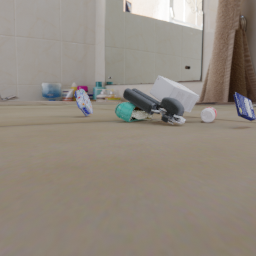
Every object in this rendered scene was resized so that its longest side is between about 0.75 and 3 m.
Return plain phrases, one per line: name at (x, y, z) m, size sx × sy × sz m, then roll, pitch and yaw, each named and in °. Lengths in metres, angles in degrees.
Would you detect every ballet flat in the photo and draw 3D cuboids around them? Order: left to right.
ballet flat at (0.450, -0.515, 9.687) m, size 0.756 × 0.723 × 2.148 m, roll 33°, pitch 23°, yaw 30°

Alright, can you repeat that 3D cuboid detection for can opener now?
can opener at (0.826, -0.767, 8.641) m, size 0.629 × 0.794 × 2.388 m, roll -5°, pitch 27°, yaw -44°

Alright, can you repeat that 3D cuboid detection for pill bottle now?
pill bottle at (2.632, -0.431, 9.154) m, size 0.470 × 0.470 × 0.837 m, roll 3°, pitch 9°, yaw 22°

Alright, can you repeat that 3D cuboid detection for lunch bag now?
lunch bag at (-1.818, -1.022, 11.497) m, size 0.430 × 0.911 × 1.137 m, roll -17°, pitch -24°, yaw 7°

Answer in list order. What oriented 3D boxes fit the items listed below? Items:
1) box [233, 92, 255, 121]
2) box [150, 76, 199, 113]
box at (3.046, -0.553, 7.386) m, size 0.160 × 0.598 × 0.988 m, roll -22°, pitch -24°, yaw 40°
box at (1.500, -1.088, 9.078) m, size 1.224 × 0.651 × 0.932 m, roll 12°, pitch 24°, yaw -37°
